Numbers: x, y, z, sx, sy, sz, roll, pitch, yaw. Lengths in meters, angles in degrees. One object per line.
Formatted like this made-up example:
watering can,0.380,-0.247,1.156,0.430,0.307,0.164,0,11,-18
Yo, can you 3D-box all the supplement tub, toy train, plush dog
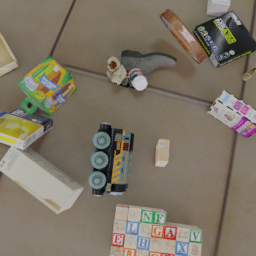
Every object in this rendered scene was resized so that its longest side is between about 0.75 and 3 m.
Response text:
supplement tub,0.396,-1.947,11.233,0.581,0.581,0.828,-19,45,-6
toy train,-0.628,1.189,10.387,1.542,1.153,2.706,7,87,-10
plush dog,-0.468,-2.383,11.054,0.893,0.956,1.113,-32,36,1

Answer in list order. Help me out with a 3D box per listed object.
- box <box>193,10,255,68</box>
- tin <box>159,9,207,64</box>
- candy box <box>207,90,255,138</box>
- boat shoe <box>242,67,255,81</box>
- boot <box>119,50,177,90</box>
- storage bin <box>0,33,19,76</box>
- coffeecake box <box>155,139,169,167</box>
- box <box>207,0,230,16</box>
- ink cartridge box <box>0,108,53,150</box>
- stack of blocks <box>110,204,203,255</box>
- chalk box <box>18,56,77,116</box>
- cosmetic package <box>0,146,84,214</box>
box,4.347,-3.992,12.538,2.072,0.510,2.146,-24,74,-5
tin,2.161,-3.544,10.867,0.514,1.374,2.454,-40,101,17
candy box,4.233,-0.524,10.988,1.929,1.315,0.588,34,74,10
boat shoe,5.271,-2.370,12.147,0.289,0.247,0.788,43,77,12
boot,0.774,-2.358,11.963,2.479,0.839,1.619,6,83,5
storage bin,-6.058,-3.126,12.044,1.946,0.912,1.932,-31,74,-10
coffeecake box,1.287,0.966,10.621,0.397,1.086,0.834,5,72,2
box,4.175,-5.716,12.910,0.852,0.856,0.733,10,74,2
ink cartridge box,-4.331,-0.128,10.559,2.215,2.189,0.520,20,115,5
stack of blocks,0.967,3.724,9.716,2.997,0.878,1.726,7,80,2
chalk box,-3.369,-1.515,11.288,1.362,1.352,2.182,41,76,13
cosmetic package,-3.102,1.812,10.118,2.758,1.451,0.980,33,87,11
